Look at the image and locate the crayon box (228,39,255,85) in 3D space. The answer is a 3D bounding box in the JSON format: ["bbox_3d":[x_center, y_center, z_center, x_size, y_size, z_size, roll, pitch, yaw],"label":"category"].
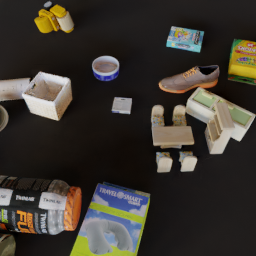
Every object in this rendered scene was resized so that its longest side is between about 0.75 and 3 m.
[{"bbox_3d":[5.618,-3.117,13.112,1.567,0.627,2.469,13,54,9],"label":"crayon box"}]

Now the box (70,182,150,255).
[{"bbox_3d":[-0.440,2.975,8.447,1.763,0.689,2.892,13,55,9],"label":"box"}]

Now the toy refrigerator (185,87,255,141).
[{"bbox_3d":[3.592,-0.606,11.053,2.440,0.854,0.926,32,59,23],"label":"toy refrigerator"}]

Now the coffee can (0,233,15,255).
[{"bbox_3d":[-4.291,3.469,7.629,1.877,1.374,1.374,8,53,5],"label":"coffee can"}]

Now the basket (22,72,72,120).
[{"bbox_3d":[-3.175,-1.288,11.374,1.454,1.169,1.441,15,54,12],"label":"basket"}]

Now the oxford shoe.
[{"bbox_3d":[2.662,-2.247,12.219,2.684,0.978,0.957,-12,54,-9],"label":"oxford shoe"}]

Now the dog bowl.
[{"bbox_3d":[-1.015,-2.752,12.921,1.216,0.479,1.216,0,53,0],"label":"dog bowl"}]

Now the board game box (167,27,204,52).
[{"bbox_3d":[2.943,-4.570,14.358,1.688,0.396,1.274,13,54,9],"label":"board game box"}]

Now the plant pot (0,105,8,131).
[{"bbox_3d":[-5.484,-0.565,10.890,1.305,1.305,1.132,-30,43,-21],"label":"plant pot"}]

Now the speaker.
[{"bbox_3d":[-5.099,-1.597,11.802,2.124,0.862,0.862,-6,53,-5],"label":"speaker"}]

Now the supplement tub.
[{"bbox_3d":[-2.795,2.302,8.386,2.585,1.584,1.584,3,53,4],"label":"supplement tub"}]

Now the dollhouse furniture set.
[{"bbox_3d":[2.185,0.106,9.997,2.572,1.674,2.363,-1,52,-1],"label":"dollhouse furniture set"}]

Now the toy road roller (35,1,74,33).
[{"bbox_3d":[-3.946,-5.597,14.706,1.916,1.177,1.399,33,72,28],"label":"toy road roller"}]

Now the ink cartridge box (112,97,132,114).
[{"bbox_3d":[-0.242,-0.946,11.751,0.751,0.166,0.765,5,51,6],"label":"ink cartridge box"}]
